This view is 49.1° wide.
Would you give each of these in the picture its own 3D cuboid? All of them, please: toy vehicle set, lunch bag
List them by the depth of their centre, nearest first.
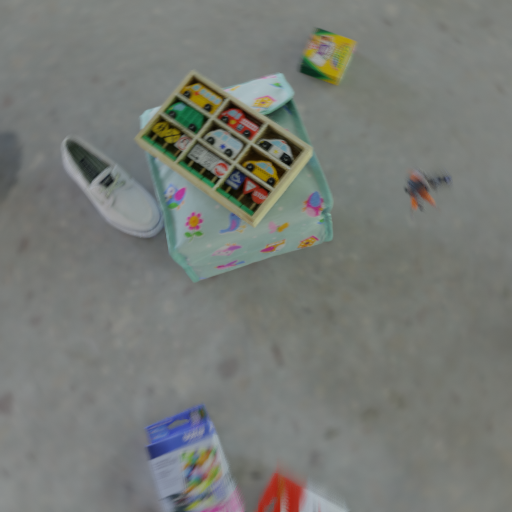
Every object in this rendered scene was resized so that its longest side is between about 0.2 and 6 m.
[{"bbox_3d":[-0.476,-1.547,7.973,2.167,0.287,1.347,36,83,12],"label":"toy vehicle set"},{"bbox_3d":[-0.369,-1.460,9.018,2.581,1.848,3.030,-16,71,2],"label":"lunch bag"}]

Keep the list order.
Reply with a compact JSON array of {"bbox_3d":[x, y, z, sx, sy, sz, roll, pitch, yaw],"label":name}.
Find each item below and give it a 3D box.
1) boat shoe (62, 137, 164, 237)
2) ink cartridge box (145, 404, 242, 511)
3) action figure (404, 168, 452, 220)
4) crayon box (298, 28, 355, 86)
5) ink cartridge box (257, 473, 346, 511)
[{"bbox_3d":[-2.532,-1.160,9.525,2.233,0.745,0.821,37,75,11],"label":"boat shoe"},{"bbox_3d":[-0.959,3.159,8.207,1.013,0.356,1.698,-22,72,1],"label":"ink cartridge box"},{"bbox_3d":[2.615,-1.031,8.662,0.789,0.413,0.763,-25,66,38],"label":"action figure"},{"bbox_3d":[1.346,-3.794,10.653,0.801,0.271,0.928,21,73,7],"label":"crayon box"},{"bbox_3d":[0.645,3.930,8.021,1.341,0.336,1.088,28,77,6],"label":"ink cartridge box"}]
